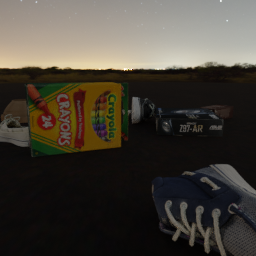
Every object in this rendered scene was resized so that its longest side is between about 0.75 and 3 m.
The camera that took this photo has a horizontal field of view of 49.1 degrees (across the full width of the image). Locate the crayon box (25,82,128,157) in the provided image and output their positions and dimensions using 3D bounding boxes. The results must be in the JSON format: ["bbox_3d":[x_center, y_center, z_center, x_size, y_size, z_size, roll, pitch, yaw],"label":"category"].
[{"bbox_3d":[-1.128,-0.303,7.132,2.701,1.715,0.686,-6,14,-22],"label":"crayon box"}]

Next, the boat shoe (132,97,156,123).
[{"bbox_3d":[0.668,-0.722,11.233,0.941,0.996,2.777,1,5,6],"label":"boat shoe"}]

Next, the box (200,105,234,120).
[{"bbox_3d":[3.700,-0.640,11.719,1.475,0.553,0.739,-12,16,-39],"label":"box"}]

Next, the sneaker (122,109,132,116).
[{"bbox_3d":[-0.078,-0.661,11.755,0.299,0.352,0.796,-41,4,-17],"label":"sneaker"}]

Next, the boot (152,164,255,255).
[{"bbox_3d":[0.915,1.074,2.988,1.138,0.917,2.520,-9,6,0],"label":"boot"}]

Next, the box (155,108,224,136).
[{"bbox_3d":[1.996,-0.264,9.819,2.045,0.556,2.552,1,12,5],"label":"box"}]

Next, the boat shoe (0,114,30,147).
[{"bbox_3d":[-3.292,-0.010,7.964,1.885,0.804,0.696,10,15,39],"label":"boat shoe"}]

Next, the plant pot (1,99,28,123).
[{"bbox_3d":[-4.282,-0.755,11.565,1.791,0.827,1.791,1,11,0],"label":"plant pot"}]
